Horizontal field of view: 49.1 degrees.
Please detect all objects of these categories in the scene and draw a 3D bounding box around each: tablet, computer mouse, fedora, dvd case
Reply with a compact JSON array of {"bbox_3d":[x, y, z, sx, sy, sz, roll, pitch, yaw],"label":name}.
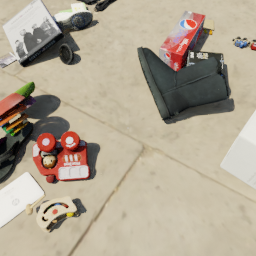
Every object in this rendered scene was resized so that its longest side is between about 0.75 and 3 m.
[{"bbox_3d":[-3.188,1.967,7.793,1.458,0.100,0.948,-37,63,-22],"label":"tablet"},{"bbox_3d":[-1.730,-6.607,13.492,2.454,0.565,1.723,35,63,22],"label":"computer mouse"},{"bbox_3d":[-2.347,-2.890,10.945,0.797,0.797,0.364,39,31,24],"label":"fedora"},{"bbox_3d":[-4.800,-2.685,11.061,0.561,0.060,0.755,39,63,24],"label":"dvd case"},{"bbox_3d":[-3.902,-3.934,11.319,2.039,0.336,2.713,-36,59,5],"label":"dvd case"}]

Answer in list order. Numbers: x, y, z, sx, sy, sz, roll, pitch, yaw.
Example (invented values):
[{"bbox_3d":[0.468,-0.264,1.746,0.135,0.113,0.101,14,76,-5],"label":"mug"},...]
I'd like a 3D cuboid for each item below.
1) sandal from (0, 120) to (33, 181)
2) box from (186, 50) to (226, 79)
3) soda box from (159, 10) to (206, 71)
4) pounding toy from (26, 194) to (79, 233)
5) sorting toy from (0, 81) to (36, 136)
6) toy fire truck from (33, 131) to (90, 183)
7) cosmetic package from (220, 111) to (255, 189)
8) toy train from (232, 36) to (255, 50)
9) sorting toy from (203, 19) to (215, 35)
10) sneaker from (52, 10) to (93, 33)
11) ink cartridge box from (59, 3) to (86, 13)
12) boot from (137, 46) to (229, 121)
[{"bbox_3d":[-3.711,0.576,8.479,0.856,0.545,2.277,13,56,8],"label":"sandal"},{"bbox_3d":[2.798,-2.031,10.224,1.286,0.676,1.571,7,55,5],"label":"box"},{"bbox_3d":[2.177,-3.499,11.128,0.960,0.870,2.743,22,59,16],"label":"soda box"},{"bbox_3d":[-1.986,2.184,7.236,1.312,0.753,0.750,-10,51,-7],"label":"pounding toy"},{"bbox_3d":[-3.401,-0.479,8.525,1.512,1.033,2.517,-31,18,11],"label":"sorting toy"},{"bbox_3d":[-1.946,0.884,8.148,1.631,0.915,1.370,-5,74,-2],"label":"toy fire truck"},{"bbox_3d":[4.116,0.661,7.639,2.214,1.825,1.826,35,62,20],"label":"cosmetic package"},{"bbox_3d":[5.201,-3.356,11.393,1.907,0.325,0.437,13,68,8],"label":"toy train"},{"bbox_3d":[3.414,-4.424,12.249,0.736,0.132,0.988,9,56,1],"label":"sorting toy"},{"bbox_3d":[-2.608,-4.669,12.018,2.239,0.834,0.975,-19,52,-13],"label":"sneaker"},{"bbox_3d":[-2.500,-5.274,12.745,1.210,0.290,0.880,-11,56,-10],"label":"ink cartridge box"},{"bbox_3d":[1.773,-1.821,9.299,2.362,1.074,2.812,-21,71,4],"label":"boot"}]
